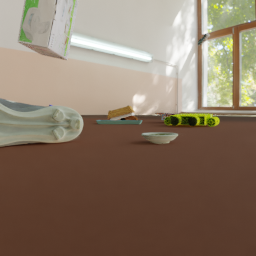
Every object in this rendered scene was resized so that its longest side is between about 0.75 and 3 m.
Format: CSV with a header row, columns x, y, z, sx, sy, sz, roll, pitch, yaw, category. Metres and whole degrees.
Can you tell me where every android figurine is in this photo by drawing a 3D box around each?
x,y,z,sx,sy,sz,roll,pitch,yaw,category
2.886,-0.362,12.663,2.341,0.528,2.572,1,5,27,android figurine

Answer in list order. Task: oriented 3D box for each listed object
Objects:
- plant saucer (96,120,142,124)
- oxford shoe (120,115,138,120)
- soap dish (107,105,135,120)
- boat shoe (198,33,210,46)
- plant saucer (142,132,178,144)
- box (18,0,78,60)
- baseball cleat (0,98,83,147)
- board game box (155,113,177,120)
x,y,z,sx,sy,sz,roll,pitch,yaw,category
-0.434,-0.300,14.335,2.290,0.217,0.801,0,4,8,plant saucer
0.054,-0.576,18.278,1.185,0.423,0.422,4,35,17,oxford shoe
-0.449,-0.972,18.357,1.704,0.692,1.340,-14,1,9,soap dish
3.546,-4.096,13.045,0.253,0.278,0.757,1,-20,-22,boat shoe
0.672,0.214,5.941,0.769,0.193,0.769,1,3,0,plant saucer
-2.492,-3.506,9.077,1.046,2.163,1.909,12,5,6,box
-2.438,-0.059,5.652,2.934,1.023,1.561,9,-8,-33,baseball cleat
2.739,-0.513,16.033,2.445,0.476,1.932,6,0,6,board game box
